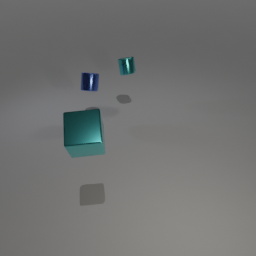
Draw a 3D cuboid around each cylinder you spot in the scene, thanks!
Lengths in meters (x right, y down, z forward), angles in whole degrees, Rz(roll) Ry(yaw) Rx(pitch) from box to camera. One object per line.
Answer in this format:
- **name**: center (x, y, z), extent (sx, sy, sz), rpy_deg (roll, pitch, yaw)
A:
- **cylinder**: center (-1.514, -1.831, 11.128), extent (0.700, 0.700, 0.700), rpy_deg (5, 10, -1)
- **cylinder**: center (-0.046, -2.689, 12.134), extent (0.700, 0.700, 0.700), rpy_deg (-8, 18, 3)

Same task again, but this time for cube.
- **cube**: center (-0.835, 0.117, 5.443), extent (0.700, 0.700, 0.700), rpy_deg (-6, 67, -2)
